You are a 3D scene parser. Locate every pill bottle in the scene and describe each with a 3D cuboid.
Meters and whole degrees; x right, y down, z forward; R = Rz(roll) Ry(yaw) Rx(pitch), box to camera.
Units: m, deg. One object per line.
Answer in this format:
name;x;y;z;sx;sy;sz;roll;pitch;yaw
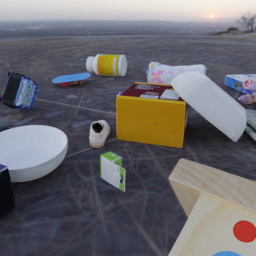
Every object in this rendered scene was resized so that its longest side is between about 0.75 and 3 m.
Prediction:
pill bottle;-1.301;-3.785;16.874;2.248;1.249;1.249;6;24;16

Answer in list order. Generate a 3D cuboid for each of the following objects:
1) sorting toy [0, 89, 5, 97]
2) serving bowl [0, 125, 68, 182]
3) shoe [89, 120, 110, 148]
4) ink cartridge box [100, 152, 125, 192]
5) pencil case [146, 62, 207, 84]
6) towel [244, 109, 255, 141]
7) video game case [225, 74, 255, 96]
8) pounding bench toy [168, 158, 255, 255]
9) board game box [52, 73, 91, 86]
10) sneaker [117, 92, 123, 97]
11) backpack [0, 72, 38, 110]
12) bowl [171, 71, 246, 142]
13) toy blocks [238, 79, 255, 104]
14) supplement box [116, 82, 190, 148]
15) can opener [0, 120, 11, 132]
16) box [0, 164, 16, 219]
sorting toy;-5.439;-1.456;12.524;0.548;0.552;1.592;-15;13;27
serving bowl;-2.505;0.686;6.888;2.076;0.683;2.076;0;26;0
shoe;-0.870;0.059;8.750;0.598;0.457;1.712;0;23;0
ink cartridge box;-0.257;0.984;6.362;0.314;0.613;0.830;-20;31;-41
pencil case;2.376;-2.554;13.901;2.877;1.305;1.196;6;-17;11
towel;5.044;0.039;8.924;2.717;0.487;2.822;2;21;-6
video game case;6.434;-2.147;13.864;2.225;0.558;2.455;-5;23;-11
pounding bench toy;0.994;2.218;2.104;1.862;2.997;2.338;17;60;38
board game box;-2.975;-2.495;14.956;2.056;0.400;1.624;-8;24;-1
sneaker;0.163;-1.667;12.609;1.585;0.661;0.639;-19;29;-36
backpack;-4.027;-1.317;10.818;0.981;1.331;1.458;16;-5;12
bowl;2.542;-0.885;8.726;2.446;0.913;2.442;36;16;-9
toy blocks;5.257;-1.678;10.985;1.617;1.921;1.795;-2;22;-20
supplement box;0.896;-0.526;8.957;2.024;1.363;2.052;7;24;16
can opener;-4.514;0.183;8.345;0.675;0.535;2.032;16;27;42
box;-3.379;1.220;5.267;1.942;1.013;1.437;12;26;25
